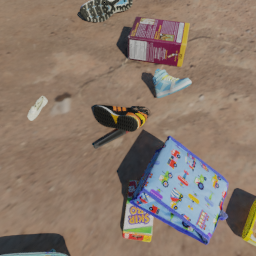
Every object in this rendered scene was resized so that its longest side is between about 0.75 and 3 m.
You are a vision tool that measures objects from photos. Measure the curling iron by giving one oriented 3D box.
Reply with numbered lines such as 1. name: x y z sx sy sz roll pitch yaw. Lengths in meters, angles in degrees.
1. curling iron: -0.220 -0.014 10.439 2.606 0.333 0.646 -37 98 -19

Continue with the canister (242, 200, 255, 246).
1. canister: 4.474 3.034 7.993 1.986 0.860 1.475 24 58 18

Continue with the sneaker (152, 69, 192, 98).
1. sneaker: 1.587 -1.883 10.851 0.683 1.718 1.122 -23 94 -42

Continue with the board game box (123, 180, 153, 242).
1. board game box: 0.365 2.533 8.718 0.875 0.275 1.832 7 57 2

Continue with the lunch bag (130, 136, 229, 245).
1. lunch bag: 1.831 1.955 8.545 2.801 1.318 2.109 32 56 1

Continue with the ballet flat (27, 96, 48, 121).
1. ballet flat: -3.615 -0.827 11.046 0.419 0.419 1.169 19 57 13

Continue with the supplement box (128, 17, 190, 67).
1. supplement box: 1.387 -3.908 12.673 2.527 1.304 1.654 11 55 7

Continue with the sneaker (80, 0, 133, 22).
1. sneaker: -1.226 -6.465 14.884 2.906 1.139 1.307 -24 37 -18

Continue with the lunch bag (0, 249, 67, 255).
1. lunch bag: -2.497 4.137 7.155 2.345 0.904 1.881 -1 52 -1

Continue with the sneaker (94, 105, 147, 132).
1. sneaker: -0.283 -0.451 10.529 2.160 0.755 0.972 18 30 34
